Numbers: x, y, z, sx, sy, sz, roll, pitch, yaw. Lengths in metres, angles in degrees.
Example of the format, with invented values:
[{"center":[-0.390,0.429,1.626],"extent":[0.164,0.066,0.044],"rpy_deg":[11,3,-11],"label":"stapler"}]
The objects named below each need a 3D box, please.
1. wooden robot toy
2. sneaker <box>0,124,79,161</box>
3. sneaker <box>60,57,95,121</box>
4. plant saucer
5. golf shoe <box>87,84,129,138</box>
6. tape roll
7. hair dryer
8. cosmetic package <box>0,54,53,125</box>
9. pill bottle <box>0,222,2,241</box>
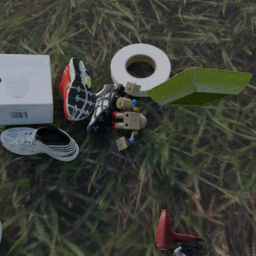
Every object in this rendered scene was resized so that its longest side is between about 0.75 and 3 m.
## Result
[{"center":[0.171,-0.381,10.237],"extent":[1.094,1.127,2.483],"rpy_deg":[5,91,44],"label":"wooden robot toy"},{"center":[-3.126,0.239,9.450],"extent":[2.832,1.630,1.069],"rpy_deg":[10,62,5],"label":"sneaker"},{"center":[-2.022,-1.302,10.545],"extent":[1.130,1.246,2.935],"rpy_deg":[27,42,-34],"label":"sneaker"},{"center":[1.915,-0.990,7.711],"extent":[2.119,2.116,0.507],"rpy_deg":[-1,81,-27],"label":"plant saucer"},{"center":[-0.966,-0.678,10.501],"extent":[1.124,0.925,2.379],"rpy_deg":[17,62,32],"label":"golf shoe"},{"center":[0.518,-2.403,11.520],"extent":[2.488,0.455,2.488],"rpy_deg":[0,63,0],"label":"tape roll"},{"center":[1.488,3.361,8.571],"extent":[1.378,0.492,1.809],"rpy_deg":[-21,68,-29],"label":"hair dryer"},{"center":[-3.958,-1.408,10.241],"extent":[2.262,1.395,2.269],"rpy_deg":[-2,62,-16],"label":"cosmetic package"},{"center":[-4.807,3.198,8.227],"extent":[1.822,1.029,1.029],"rpy_deg":[-2,62,-1],"label":"pill bottle"}]
